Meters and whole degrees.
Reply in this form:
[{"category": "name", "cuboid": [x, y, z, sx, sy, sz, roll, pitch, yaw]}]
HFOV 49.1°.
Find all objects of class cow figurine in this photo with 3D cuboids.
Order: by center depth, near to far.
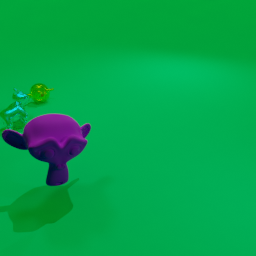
[{"category": "cow figurine", "cuboid": [-3.511, -0.601, 8.622, 1.149, 0.631, 1.131, -31, 82, -31]}]

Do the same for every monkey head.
[{"category": "monkey head", "cuboid": [-1.540, 0.407, 5.820, 1.894, 1.363, 1.141, -5, 28, -29]}]

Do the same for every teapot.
[{"category": "teapot", "cuboid": [-3.227, -1.249, 10.075, 1.159, 0.721, 0.568, -18, 10, -10]}]
